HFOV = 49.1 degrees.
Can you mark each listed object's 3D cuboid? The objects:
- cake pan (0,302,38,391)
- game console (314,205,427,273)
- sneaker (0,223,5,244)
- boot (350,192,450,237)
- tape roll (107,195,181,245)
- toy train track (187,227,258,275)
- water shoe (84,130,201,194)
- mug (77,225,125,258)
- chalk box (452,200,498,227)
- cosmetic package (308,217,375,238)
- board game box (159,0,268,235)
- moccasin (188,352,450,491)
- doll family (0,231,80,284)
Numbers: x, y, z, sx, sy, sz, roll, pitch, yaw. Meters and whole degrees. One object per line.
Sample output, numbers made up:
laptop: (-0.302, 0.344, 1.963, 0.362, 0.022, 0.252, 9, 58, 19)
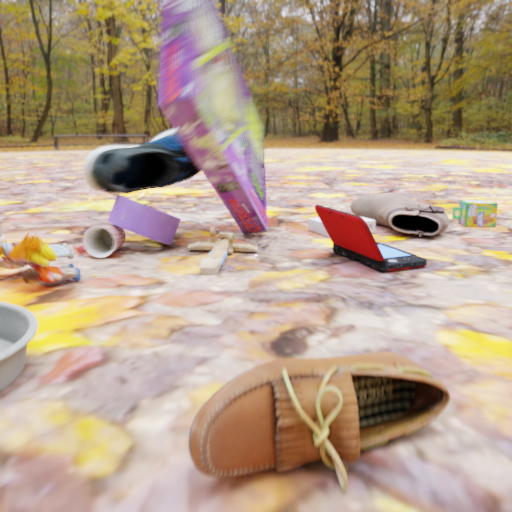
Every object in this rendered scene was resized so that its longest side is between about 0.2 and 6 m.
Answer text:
cake pan: (-3.565, 1.048, 5.731, 2.528, 0.464, 2.528, 0, 14, 0)
game console: (2.110, -0.395, 10.434, 1.503, 1.035, 1.744, -6, 15, -22)
sneaker: (-5.587, -0.354, 9.975, 1.057, 1.160, 2.830, 1, 14, 5)
boot: (3.311, -0.965, 13.221, 2.397, 0.842, 1.752, 5, 15, 17)
tape roll: (-2.296, -0.738, 11.523, 1.383, 0.588, 1.383, 21, 2, -1)
toy train track: (-0.716, -0.182, 10.724, 1.405, 0.398, 2.450, 2, 16, 4)
water shoe: (-1.994, -1.937, 12.245, 3.412, 1.220, 1.346, -25, 34, -39)
mug: (-3.058, -0.344, 11.107, 0.824, 0.620, 0.929, 6, 9, 3)
chalk box: (5.453, -1.069, 14.073, 0.989, 0.615, 0.612, 0, 13, 4)
cosmetic package: (2.008, -0.721, 13.230, 1.280, 0.331, 0.965, -6, 17, -23)
board game box: (-0.663, -2.767, 11.245, 0.801, 2.977, 4.961, -11, -25, 10)
moccasin: (0.568, 1.260, 4.365, 2.273, 0.831, 0.877, 3, 2, -31)
doll family: (-3.752, -0.046, 9.102, 1.783, 0.803, 1.107, 10, 7, 35)
